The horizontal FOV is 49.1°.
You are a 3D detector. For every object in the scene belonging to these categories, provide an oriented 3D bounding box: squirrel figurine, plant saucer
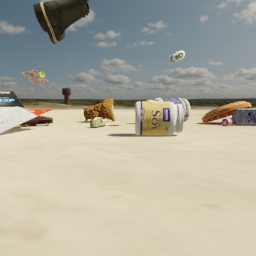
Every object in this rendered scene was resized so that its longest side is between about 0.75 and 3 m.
[{"bbox_3d":[-1.564,-0.840,14.186,1.565,1.186,1.677,-6,1,7],"label":"squirrel figurine"},{"bbox_3d":[4.552,-0.772,13.104,2.267,0.366,2.267,-16,-9,-3],"label":"plant saucer"}]

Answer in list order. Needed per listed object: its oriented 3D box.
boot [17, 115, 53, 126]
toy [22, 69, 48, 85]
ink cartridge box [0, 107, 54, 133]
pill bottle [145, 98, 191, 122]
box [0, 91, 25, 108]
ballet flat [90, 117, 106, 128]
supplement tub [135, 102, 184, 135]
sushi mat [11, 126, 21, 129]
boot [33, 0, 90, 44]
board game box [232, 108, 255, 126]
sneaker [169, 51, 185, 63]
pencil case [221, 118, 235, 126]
[{"bbox_3d":[-3.759,-0.391,11.255,1.377,0.599,1.656,-1,-2,-8],"label":"boot"},{"bbox_3d":[-3.615,-2.068,11.029,1.247,0.294,0.718,7,-31,48],"label":"toy"},{"bbox_3d":[-4.224,-0.523,9.231,2.275,0.799,2.799,2,24,23],"label":"ink cartridge box"},{"bbox_3d":[1.788,-0.818,13.166,2.060,1.192,1.192,-2,5,-25],"label":"pill bottle"},{"bbox_3d":[-6.013,-0.892,12.118,2.692,0.619,2.140,-4,35,-40],"label":"box"},{"bbox_3d":[-1.150,-0.224,10.926,0.421,0.421,1.192,1,5,16],"label":"ballet flat"},{"bbox_3d":[0.868,-0.277,8.042,1.333,0.969,0.969,0,5,2],"label":"supplement tub"},{"bbox_3d":[-4.818,-0.003,9.907,1.827,0.111,0.874,-3,4,-34],"label":"sushi mat"},{"bbox_3d":[-2.083,-3.834,9.991,1.786,1.000,2.582,-17,6,-1],"label":"boot"},{"bbox_3d":[5.595,-0.505,12.279,2.332,0.720,2.333,0,5,-5],"label":"board game box"},{"bbox_3d":[2.119,-2.938,11.418,0.432,0.410,1.072,-20,14,43],"label":"sneaker"},{"bbox_3d":[4.189,-0.255,11.670,0.351,0.351,0.795,4,6,39],"label":"pencil case"}]
